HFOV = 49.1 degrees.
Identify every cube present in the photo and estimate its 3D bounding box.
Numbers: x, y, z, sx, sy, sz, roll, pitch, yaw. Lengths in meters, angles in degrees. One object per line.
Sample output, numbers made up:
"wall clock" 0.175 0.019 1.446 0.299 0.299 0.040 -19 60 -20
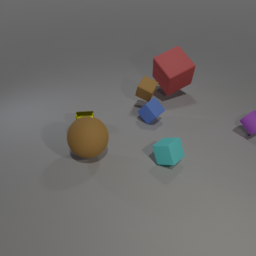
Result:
"cube" 0.970 -0.714 11.680 0.700 0.700 0.700 51 52 1
"cube" 0.814 -1.704 12.244 0.700 0.700 0.700 27 61 6
"cube" 1.352 0.770 9.350 0.700 0.700 0.700 -4 19 44
"cube" 2.104 -2.669 13.130 1.400 1.400 1.400 -28 66 -10

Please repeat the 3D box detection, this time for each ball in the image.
"ball" -1.345 0.304 9.413 1.400 1.400 1.400 0 32 0

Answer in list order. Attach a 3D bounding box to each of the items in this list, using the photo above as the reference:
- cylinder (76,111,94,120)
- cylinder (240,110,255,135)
"cylinder" -1.732 -0.336 11.381 0.700 0.700 0.700 -3 32 -4
"cylinder" 4.746 -0.202 10.619 0.700 0.700 0.700 -23 71 -32
